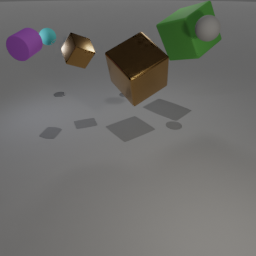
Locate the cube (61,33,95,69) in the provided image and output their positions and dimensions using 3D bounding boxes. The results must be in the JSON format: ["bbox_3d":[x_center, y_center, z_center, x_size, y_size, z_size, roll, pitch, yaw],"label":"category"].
[{"bbox_3d":[-1.555,-2.397,8.723,0.700,0.700,0.700,6,50,-40],"label":"cube"}]

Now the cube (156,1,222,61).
[{"bbox_3d":[2.119,-3.326,9.734,1.400,1.400,1.400,-41,29,-24],"label":"cube"}]

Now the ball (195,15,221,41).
[{"bbox_3d":[2.232,-2.790,7.843,0.700,0.700,0.700,0,28,0],"label":"ball"}]

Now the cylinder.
[{"bbox_3d":[-2.801,-2.275,7.608,0.700,0.700,0.700,7,37,14],"label":"cylinder"}]

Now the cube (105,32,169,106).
[{"bbox_3d":[0.304,-1.844,8.869,1.400,1.400,1.400,-34,64,-12],"label":"cube"}]

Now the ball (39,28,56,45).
[{"bbox_3d":[-3.403,-3.874,11.873,0.700,0.700,0.700,0,28,0],"label":"ball"}]
